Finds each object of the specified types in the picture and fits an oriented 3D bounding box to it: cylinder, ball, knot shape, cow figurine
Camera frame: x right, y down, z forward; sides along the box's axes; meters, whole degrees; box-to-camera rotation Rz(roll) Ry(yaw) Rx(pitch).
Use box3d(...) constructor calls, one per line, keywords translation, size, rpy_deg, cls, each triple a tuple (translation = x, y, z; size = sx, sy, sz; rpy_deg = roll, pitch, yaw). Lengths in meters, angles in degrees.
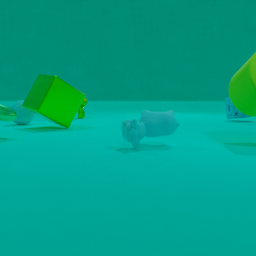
box3d(translation=(2.644, -0.859, 5.355), size=(1.093, 1.093, 1.093), rpy_deg=(0, -11, 1), cls="cylinder")
box3d(translation=(-3.572, -0.517, 9.470), size=(0.829, 0.829, 0.829), rpy_deg=(0, 6, 0), cls="ball")
box3d(translation=(-2.988, -0.301, 5.736), size=(1.444, 0.667, 1.352), rpy_deg=(-25, 0, -37), cls="knot shape")
box3d(translation=(0.413, -0.009, 5.075), size=(1.026, 0.563, 1.010), rpy_deg=(-2, 18, 8), cls="cow figurine")

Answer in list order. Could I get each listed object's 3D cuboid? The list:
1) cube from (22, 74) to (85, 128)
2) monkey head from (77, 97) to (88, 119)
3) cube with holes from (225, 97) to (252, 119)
box3d(translation=(-2.225, -0.814, 8.378), size=(1.144, 1.144, 1.144), rpy_deg=(15, -13, 47), cls="cube")
box3d(translation=(-2.286, -0.939, 12.382), size=(1.499, 1.078, 0.903), rpy_deg=(-15, 10, -43), cls="monkey head")
box3d(translation=(4.402, -0.825, 11.027), size=(0.850, 0.850, 0.850), rpy_deg=(-5, -2, 4), cls="cube with holes")
